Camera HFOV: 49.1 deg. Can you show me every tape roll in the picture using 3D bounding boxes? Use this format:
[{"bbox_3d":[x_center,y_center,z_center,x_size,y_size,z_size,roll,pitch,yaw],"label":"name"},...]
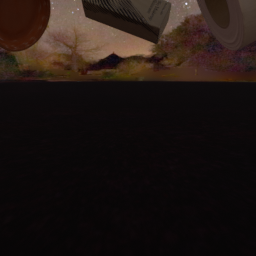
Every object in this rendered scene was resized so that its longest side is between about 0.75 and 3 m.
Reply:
[{"bbox_3d":[2.402,-3.123,6.533,0.872,2.494,2.494,-27,10,6],"label":"tape roll"}]

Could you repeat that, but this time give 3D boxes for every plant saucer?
[{"bbox_3d":[-3.339,-3.490,8.512,0.435,2.322,2.322,32,22,18],"label":"plant saucer"}]

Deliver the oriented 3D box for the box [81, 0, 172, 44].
[{"bbox_3d":[-0.059,-4.228,10.069,2.986,1.227,1.021,22,-15,7],"label":"box"}]
